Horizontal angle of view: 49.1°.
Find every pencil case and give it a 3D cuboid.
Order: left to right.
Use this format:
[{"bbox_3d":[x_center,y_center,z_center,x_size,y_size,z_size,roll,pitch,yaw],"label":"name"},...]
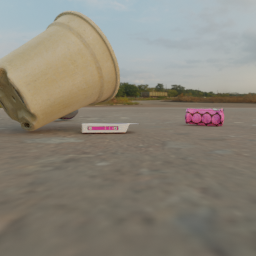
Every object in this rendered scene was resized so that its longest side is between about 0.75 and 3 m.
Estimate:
[{"bbox_3d":[2.602,-0.408,9.592,1.308,0.613,0.594,1,46,23],"label":"pencil case"}]

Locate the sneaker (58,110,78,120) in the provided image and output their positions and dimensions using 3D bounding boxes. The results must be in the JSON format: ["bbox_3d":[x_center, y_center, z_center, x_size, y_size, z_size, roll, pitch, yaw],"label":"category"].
[{"bbox_3d":[-2.745,-0.700,12.166,0.768,0.653,1.755,-19,-2,43],"label":"sneaker"}]

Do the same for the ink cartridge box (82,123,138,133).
[{"bbox_3d":[-0.470,-0.010,7.416,1.458,0.270,0.690,-2,1,-3],"label":"ink cartridge box"}]

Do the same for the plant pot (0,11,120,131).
[{"bbox_3d":[-2.154,-1.378,7.740,2.870,2.870,2.627,6,36,47],"label":"plant pot"}]
